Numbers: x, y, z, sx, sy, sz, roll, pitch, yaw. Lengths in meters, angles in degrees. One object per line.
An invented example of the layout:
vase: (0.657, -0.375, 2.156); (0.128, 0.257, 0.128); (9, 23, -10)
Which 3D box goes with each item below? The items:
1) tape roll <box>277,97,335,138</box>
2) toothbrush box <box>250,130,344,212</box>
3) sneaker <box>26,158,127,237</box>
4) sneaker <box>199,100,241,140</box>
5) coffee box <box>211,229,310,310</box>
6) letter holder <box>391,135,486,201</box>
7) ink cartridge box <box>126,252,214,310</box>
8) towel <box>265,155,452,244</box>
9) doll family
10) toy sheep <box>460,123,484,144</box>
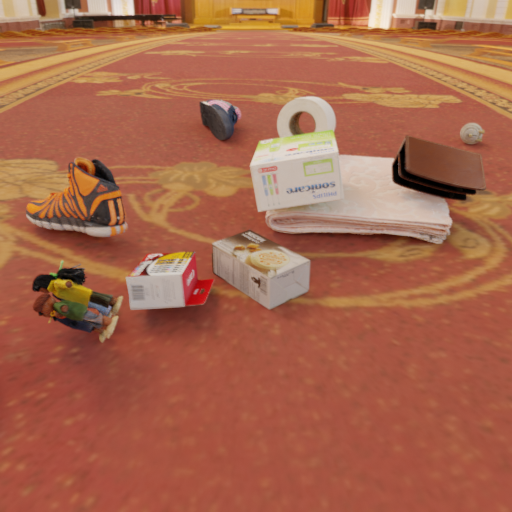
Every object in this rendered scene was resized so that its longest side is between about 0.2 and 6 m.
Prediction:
tape roll: (1.358, -3.545, 15.044); (1.399, 1.399, 0.961); (10, 20, 18)
toothbrush box: (0.897, -1.877, 11.984); (1.752, 1.036, 2.406); (-7, 23, 9)
sneaker: (-3.799, -1.329, 11.753); (2.687, 1.505, 1.042); (8, 20, 26)
sneaker: (-1.034, -4.758, 19.023); (1.286, 1.100, 3.136); (-11, 31, -14)
coffee box: (0.056, 0.200, 10.111); (0.951, 0.663, 1.662); (-21, 34, -34)
letter holder: (3.901, -1.698, 12.062); (1.733, 0.871, 1.232); (13, 49, -3)
ink cartridge box: (-1.392, 0.380, 9.426); (1.205, 0.575, 1.372); (-3, 16, 4)
towel: (2.433, -1.486, 13.342); (3.871, 0.653, 4.053); (6, 28, 9)
doll family: (-2.732, 0.680, 8.257); (1.311, 2.268, 0.890); (21, 68, -15)
toy sheep: (6.863, -3.884, 17.825); (0.736, 0.736, 1.067); (10, 16, 19)
